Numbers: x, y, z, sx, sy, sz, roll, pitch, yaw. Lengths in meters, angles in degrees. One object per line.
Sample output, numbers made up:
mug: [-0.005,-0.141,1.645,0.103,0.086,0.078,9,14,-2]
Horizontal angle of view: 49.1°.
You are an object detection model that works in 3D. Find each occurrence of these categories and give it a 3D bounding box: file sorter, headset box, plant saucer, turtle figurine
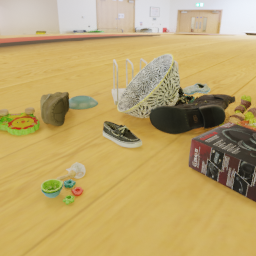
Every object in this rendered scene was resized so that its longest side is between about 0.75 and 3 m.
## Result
file sorter: [0.731,-2.304,13.319,2.924,1.820,2.029,-3,23,-7]
headset box: [2.975,0.749,7.399,1.841,0.955,2.473,-18,31,-35]
plant saucer: [-2.124,-1.226,12.750,1.534,0.295,1.534,1,24,0]
turtle figurine: [3.861,-0.252,9.563,2.223,0.888,2.757,-35,18,-22]

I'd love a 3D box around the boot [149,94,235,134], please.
boot: [2.459,-0.667,10.464,2.881,0.997,2.508,-1,19,22]

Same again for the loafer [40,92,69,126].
loafer: [-2.922,-0.757,10.811,0.988,1.113,2.929,-2,14,-2]

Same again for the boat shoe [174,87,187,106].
boat shoe: [2.022,-1.017,11.379,0.731,0.658,2.067,-3,39,4]

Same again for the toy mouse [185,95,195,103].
toy mouse: [2.576,-1.007,11.992,1.385,0.302,1.559,-15,35,0]

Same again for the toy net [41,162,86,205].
toy net: [-1.415,1.258,7.025,0.873,0.321,1.664,7,24,15]

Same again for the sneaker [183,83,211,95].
sneaker: [2.451,-1.472,10.157,1.011,0.438,0.379,-1,59,32]

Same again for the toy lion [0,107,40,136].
toy lion: [-4.021,-0.189,10.239,1.551,0.533,1.487,-4,32,-8]

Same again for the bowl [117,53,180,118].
bowl: [1.064,-1.364,11.102,2.970,1.394,2.970,-40,23,21]

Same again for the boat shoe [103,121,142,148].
boat shoe: [-0.237,0.185,9.206,1.667,0.531,0.589,20,30,37]
